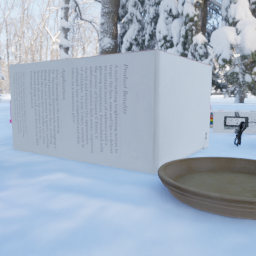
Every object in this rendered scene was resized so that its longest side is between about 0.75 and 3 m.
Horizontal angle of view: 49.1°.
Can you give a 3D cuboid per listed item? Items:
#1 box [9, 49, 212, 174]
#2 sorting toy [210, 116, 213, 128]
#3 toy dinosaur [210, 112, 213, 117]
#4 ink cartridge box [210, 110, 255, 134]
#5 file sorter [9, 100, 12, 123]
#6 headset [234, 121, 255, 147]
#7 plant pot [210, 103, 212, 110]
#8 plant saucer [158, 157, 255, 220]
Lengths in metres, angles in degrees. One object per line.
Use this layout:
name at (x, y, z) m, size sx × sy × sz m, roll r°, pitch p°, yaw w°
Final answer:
box at (-0.265, -0.372, 5.020) m, size 2.925 × 1.556 × 2.227 m, roll 4°, pitch 7°, yaw 32°
sorting toy at (2.889, -0.230, 9.282) m, size 0.981 × 0.344 × 0.987 m, roll -2°, pitch 7°, yaw -18°
toy dinosaur at (2.709, -1.211, 11.679) m, size 1.216 × 2.317 × 2.102 m, roll 7°, pitch -40°, yaw -18°
ink cartridge box at (2.926, -0.187, 7.700) m, size 1.765 × 0.599 × 1.024 m, roll 3°, pitch 7°, yaw 23°
file sorter at (-3.794, -0.651, 10.763) m, size 1.371 × 0.859 × 0.952 m, roll -3°, pitch 7°, yaw -27°
headset at (2.801, 0.223, 5.126) m, size 1.534 × 0.721 × 0.947 m, roll 18°, pitch 15°, yaw 18°
plant pot at (3.414, -1.058, 13.410) m, size 1.246 × 1.102 × 1.246 m, roll -1°, pitch 6°, yaw 0°
plant saucer at (1.073, 0.545, 2.810) m, size 1.550 × 0.228 × 1.550 m, roll 0°, pitch 6°, yaw 0°
